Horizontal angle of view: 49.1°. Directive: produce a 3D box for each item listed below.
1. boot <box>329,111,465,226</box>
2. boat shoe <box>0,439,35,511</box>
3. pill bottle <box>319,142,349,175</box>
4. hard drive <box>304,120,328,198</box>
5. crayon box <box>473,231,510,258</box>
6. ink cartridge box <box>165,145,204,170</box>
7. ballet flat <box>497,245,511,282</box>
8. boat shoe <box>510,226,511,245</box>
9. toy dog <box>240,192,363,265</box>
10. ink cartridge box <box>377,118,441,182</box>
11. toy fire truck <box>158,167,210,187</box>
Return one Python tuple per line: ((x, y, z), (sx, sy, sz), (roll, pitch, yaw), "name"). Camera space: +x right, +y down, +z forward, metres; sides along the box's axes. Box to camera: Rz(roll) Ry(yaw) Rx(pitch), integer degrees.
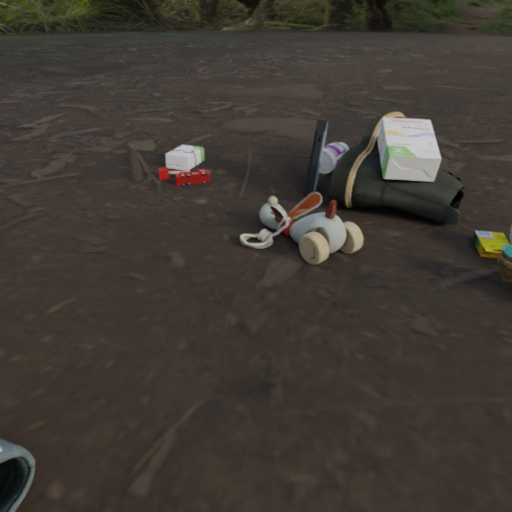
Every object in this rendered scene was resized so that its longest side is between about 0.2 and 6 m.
((3.220, -1.723, 11.328), (2.403, 1.346, 3.475), (18, 45, 23), "boot")
((-2.604, 2.195, 3.506), (0.961, 1.132, 3.109), (2, 22, 14), "boat shoe")
((1.764, -2.293, 12.956), (0.587, 0.587, 1.045), (16, 30, 28), "pill bottle")
((1.215, -1.976, 11.441), (0.228, 1.388, 0.969), (10, 27, 4), "hard drive")
((3.869, -0.155, 9.145), (0.475, 0.190, 0.749), (6, 28, 6), "crayon box")
((-1.688, -2.335, 13.297), (0.613, 0.354, 0.839), (10, 29, 19), "ink cartridge box")
((4.139, 0.408, 7.545), (1.782, 0.645, 0.604), (21, 41, 35), "ballet flat")
((4.552, -0.009, 8.371), (0.595, 0.713, 1.912), (-2, 29, -20), "boat shoe")
((0.771, -0.634, 9.229), (2.041, 0.983, 1.346), (16, 31, 28), "toy dog")
((2.790, -2.085, 10.406), (0.942, 0.541, 1.608), (3, 44, 2), "ink cartridge box")
((-1.581, -1.756, 12.270), (1.015, 0.247, 0.716), (-9, 28, -18), "toy fire truck")
